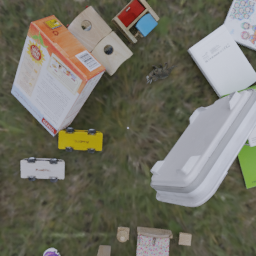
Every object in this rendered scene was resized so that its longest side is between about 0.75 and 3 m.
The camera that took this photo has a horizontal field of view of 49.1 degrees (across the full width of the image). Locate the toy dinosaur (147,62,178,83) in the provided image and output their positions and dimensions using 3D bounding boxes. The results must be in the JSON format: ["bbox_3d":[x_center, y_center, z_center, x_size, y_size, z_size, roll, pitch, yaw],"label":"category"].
[{"bbox_3d":[1.017,-1.729,8.700,1.040,0.400,0.532,-12,102,-7],"label":"toy dinosaur"}]

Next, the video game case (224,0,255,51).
[{"bbox_3d":[3.806,-3.356,8.786,1.414,0.184,1.554,23,89,1],"label":"video game case"}]

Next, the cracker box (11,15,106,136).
[{"bbox_3d":[-2.002,-1.244,7.545,1.879,2.806,0.809,46,47,1],"label":"cracker box"}]

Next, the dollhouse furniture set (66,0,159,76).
[{"bbox_3d":[-0.341,-2.917,7.806,2.338,1.648,1.638,-45,109,0],"label":"dollhouse furniture set"}]

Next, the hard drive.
[{"bbox_3d":[2.937,-1.954,8.618,1.314,0.266,1.992,-36,94,-1],"label":"hard drive"}]

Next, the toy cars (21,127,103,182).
[{"bbox_3d":[-1.977,0.769,8.482,2.713,0.601,1.216,-37,101,3],"label":"toy cars"}]

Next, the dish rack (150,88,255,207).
[{"bbox_3d":[1.526,0.318,5.964,0.599,2.363,2.753,41,72,-5],"label":"dish rack"}]

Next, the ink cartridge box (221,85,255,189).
[{"bbox_3d":[4.290,0.162,8.114,2.212,1.133,2.992,-17,93,-3],"label":"ink cartridge box"}]

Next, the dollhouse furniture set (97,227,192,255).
[{"bbox_3d":[0.449,4.228,7.999,2.747,1.341,2.343,5,89,0],"label":"dollhouse furniture set"}]

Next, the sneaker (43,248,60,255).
[{"bbox_3d":[-2.050,4.281,8.361,0.562,0.618,1.398,-44,90,-2],"label":"sneaker"}]
